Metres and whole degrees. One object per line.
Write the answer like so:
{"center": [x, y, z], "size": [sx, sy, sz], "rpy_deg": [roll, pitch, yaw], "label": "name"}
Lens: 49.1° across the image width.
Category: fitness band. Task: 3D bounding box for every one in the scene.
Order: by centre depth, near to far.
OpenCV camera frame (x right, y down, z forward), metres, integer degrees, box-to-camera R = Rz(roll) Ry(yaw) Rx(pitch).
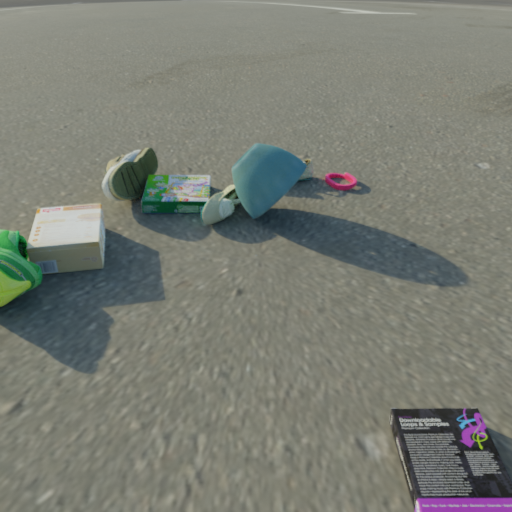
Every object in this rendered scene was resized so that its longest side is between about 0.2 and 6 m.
{"center": [2.096, -1.857, 13.843], "size": [0.649, 0.169, 0.903], "rpy_deg": [-13, 32, -20], "label": "fitness band"}

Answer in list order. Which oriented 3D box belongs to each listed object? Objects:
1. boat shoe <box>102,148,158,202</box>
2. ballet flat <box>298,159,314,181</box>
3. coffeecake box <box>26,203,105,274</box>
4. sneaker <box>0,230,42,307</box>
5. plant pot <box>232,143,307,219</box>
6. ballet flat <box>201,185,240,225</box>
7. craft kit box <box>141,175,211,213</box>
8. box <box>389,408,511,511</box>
{"center": [-3.123, -1.880, 13.306], "size": [0.829, 0.906, 2.423], "rpy_deg": [-8, 23, 16], "label": "boat shoe"}
{"center": [0.614, -2.074, 13.829], "size": [1.760, 0.549, 0.594], "rpy_deg": [-15, 34, -23], "label": "ballet flat"}
{"center": [-3.650, -0.367, 10.935], "size": [1.285, 0.612, 1.674], "rpy_deg": [-6, 32, -10], "label": "coffeecake box"}
{"center": [-4.830, -0.006, 10.108], "size": [1.228, 1.088, 2.938], "rpy_deg": [-17, 40, -42], "label": "sneaker"}
{"center": [0.123, -1.748, 11.952], "size": [1.093, 1.622, 1.622], "rpy_deg": [44, 32, -12], "label": "plant pot"}
{"center": [-0.643, -1.165, 12.286], "size": [0.571, 0.571, 1.643], "rpy_deg": [11, 33, 18], "label": "ballet flat"}
{"center": [-1.814, -1.448, 12.984], "size": [1.513, 0.367, 1.494], "rpy_deg": [0, 28, -4], "label": "craft kit box"}
{"center": [2.303, 2.459, 6.593], "size": [1.144, 0.289, 1.600], "rpy_deg": [0, 32, -1], "label": "box"}
